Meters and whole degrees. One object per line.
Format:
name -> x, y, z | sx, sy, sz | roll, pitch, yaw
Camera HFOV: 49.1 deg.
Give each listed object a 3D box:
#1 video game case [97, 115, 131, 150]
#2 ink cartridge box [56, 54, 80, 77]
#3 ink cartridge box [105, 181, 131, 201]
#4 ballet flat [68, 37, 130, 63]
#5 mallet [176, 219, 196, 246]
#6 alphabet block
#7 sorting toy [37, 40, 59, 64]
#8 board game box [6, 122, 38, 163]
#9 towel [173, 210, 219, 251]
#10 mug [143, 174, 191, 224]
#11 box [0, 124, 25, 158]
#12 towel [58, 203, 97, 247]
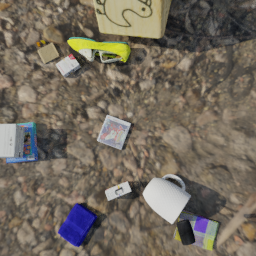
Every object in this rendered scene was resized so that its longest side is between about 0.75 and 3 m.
video game case -> -0.583, 0.173, 11.773 | 1.086, 0.137, 1.191 | 20, 82, 3
ink cartridge box -> -2.576, -2.680, 12.073 | 0.845, 0.362, 0.624 | -34, 83, -3
ink cartridge box -> -0.384, 2.494, 11.144 | 0.968, 0.715, 0.415 | -23, 83, -4
ballet flat -> -1.254, -3.262, 11.916 | 2.704, 0.903, 0.906 | 5, 85, -1
mallet -> 1.750, 3.113, 8.391 | 0.405, 1.970, 0.649 | -17, 68, 6
alphabet block -> 0.263, -5.523, 10.696 | 2.767, 2.833, 2.782 | 10, 63, 11
sorting toy -> -3.564, -3.413, 12.310 | 0.769, 0.138, 1.032 | -29, 83, 0
board game box -> -4.414, 0.608, 11.594 | 1.211, 0.358, 1.592 | -5, 82, -1
towel -> 2.708, 4.086, 11.178 | 1.657, 0.189, 1.190 | 19, 81, 3
mug -> 1.554, 2.560, 10.951 | 1.544, 1.300, 1.761 | 34, 54, 16
box -> -4.866, 0.524, 10.996 | 1.290, 0.843, 1.283 | 0, 81, 2
towel -> -2.007, 3.855, 11.124 | 1.065, 0.357, 1.442 | 32, 83, 4
